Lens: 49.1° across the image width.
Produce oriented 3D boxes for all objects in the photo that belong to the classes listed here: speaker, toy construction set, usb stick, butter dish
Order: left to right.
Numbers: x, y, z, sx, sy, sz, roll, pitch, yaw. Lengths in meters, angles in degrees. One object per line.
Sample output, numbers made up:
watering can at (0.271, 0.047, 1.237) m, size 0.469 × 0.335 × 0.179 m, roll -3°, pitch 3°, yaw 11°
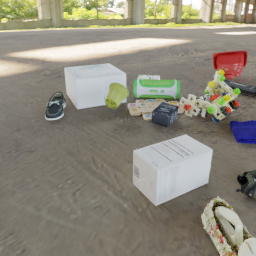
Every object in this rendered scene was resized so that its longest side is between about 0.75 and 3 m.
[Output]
speaker at (1.453, -2.006, 14.276) m, size 2.318 × 1.025 × 1.025 m, roll 2°, pitch 25°, yaw 4°
toy construction set at (3.651, -1.265, 11.919) m, size 2.944 × 1.356 × 1.930 m, roll -31°, pitch 79°, yaw -30°
butter dish at (6.413, -3.779, 17.602) m, size 2.031 × 1.505 × 2.036 m, roll -1°, pitch -20°, yaw 19°
usb stick at (5.966, -2.249, 15.386) m, size 0.800 × 0.470 × 2.883 m, roll -18°, pitch 31°, yaw -34°

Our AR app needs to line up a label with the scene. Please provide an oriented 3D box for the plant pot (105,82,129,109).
plant pot at (-0.532, -1.269, 11.532) m, size 0.893 × 0.893 × 0.821 m, roll 11°, pitch 54°, yaw 23°

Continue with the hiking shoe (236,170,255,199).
hiking shoe at (3.426, 1.328, 7.650) m, size 0.772 × 0.581 × 1.533 m, roll 17°, pitch 31°, yaw 25°

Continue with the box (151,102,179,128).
box at (1.528, -0.561, 11.555) m, size 0.775 × 0.547 × 1.048 m, roll 19°, pitch 36°, yaw 26°

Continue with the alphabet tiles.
alphabet tiles at (1.257, -0.930, 12.929) m, size 2.461 × 0.180 × 2.407 m, roll -4°, pitch 25°, yaw -7°

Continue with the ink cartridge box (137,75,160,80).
ink cartridge box at (1.210, -2.719, 16.308) m, size 1.262 × 0.530 × 0.918 m, roll 4°, pitch 25°, yaw 8°

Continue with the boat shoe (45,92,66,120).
boat shoe at (-3.264, -1.014, 12.518) m, size 0.842 × 0.672 × 2.227 m, roll -3°, pitch 25°, yaw -7°

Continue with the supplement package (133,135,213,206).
supplement package at (1.187, 1.063, 7.572) m, size 1.847 × 1.120 × 1.106 m, roll -14°, pitch 29°, yaw -28°

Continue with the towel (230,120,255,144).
towel at (4.472, 0.162, 10.461) m, size 1.109 × 0.372 × 1.502 m, roll -2°, pitch 25°, yaw 11°

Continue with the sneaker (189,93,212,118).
sneaker at (3.275, -1.150, 12.775) m, size 0.960 × 0.705 × 2.122 m, roll 12°, pitch 29°, yaw 17°

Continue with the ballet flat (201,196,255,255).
ballet flat at (2.165, 2.260, 5.465) m, size 0.906 × 0.765 × 2.395 m, roll -6°, pitch 26°, yaw -17°

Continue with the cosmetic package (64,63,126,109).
cosmetic package at (-1.679, -2.185, 14.016) m, size 2.501 × 1.537 × 2.493 m, roll -12°, pitch 27°, yaw -20°
